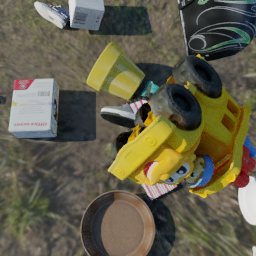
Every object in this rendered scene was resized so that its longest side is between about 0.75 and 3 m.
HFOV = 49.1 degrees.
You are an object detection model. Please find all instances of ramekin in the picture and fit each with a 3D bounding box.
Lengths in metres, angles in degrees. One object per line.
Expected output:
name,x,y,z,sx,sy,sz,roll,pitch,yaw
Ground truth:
ramekin,3.497,1.897,7.372,0.603,1.236,1.236,1,69,-6

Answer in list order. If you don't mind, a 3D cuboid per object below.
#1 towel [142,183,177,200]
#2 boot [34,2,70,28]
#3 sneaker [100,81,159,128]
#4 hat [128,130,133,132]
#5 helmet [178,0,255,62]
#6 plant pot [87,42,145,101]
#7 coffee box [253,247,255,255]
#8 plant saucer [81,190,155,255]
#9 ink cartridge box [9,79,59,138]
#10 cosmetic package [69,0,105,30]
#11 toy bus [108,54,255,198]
towel,0.890,1.598,8.055,0.889,0.133,0.651,-26,72,-7
boot,-2.651,-4.171,10.060,1.379,0.501,0.623,38,67,5
sneaker,0.373,-0.759,8.466,2.266,0.947,1.368,8,70,0
hat,0.374,0.510,7.802,1.254,1.333,1.514,-15,70,-6
helmet,2.150,-2.531,6.597,1.753,1.839,1.839,-10,69,14
plant pot,-0.295,-1.615,8.613,1.401,1.489,1.489,33,72,-4
coffee box,4.193,3.776,6.203,1.962,1.943,1.965,2,69,4
plant saucer,-0.268,2.693,7.512,1.965,0.359,1.965,0,69,0
ink cartridge box,-2.825,-0.586,8.546,1.239,0.704,1.700,-1,69,-1
cosmetic package,-1.447,-4.202,9.619,1.003,1.002,1.216,0,68,-20
toy bus,1.317,0.319,5.282,2.635,1.863,2.745,41,43,-2
